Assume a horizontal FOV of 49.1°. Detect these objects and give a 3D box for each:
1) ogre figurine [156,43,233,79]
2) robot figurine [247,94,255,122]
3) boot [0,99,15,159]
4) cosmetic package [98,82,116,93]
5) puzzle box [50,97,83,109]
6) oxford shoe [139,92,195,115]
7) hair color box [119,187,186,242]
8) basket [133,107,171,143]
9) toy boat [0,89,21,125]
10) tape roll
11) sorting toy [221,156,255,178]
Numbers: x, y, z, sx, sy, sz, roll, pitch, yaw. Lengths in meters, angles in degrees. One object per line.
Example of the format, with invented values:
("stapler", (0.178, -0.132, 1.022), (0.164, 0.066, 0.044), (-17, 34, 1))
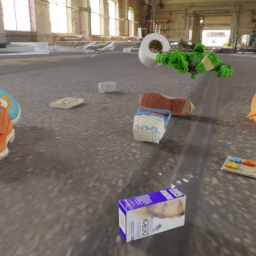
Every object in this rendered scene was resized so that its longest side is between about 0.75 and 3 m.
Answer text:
("ogre figurine", (2.405, -2.363, 10.110), (2.545, 1.249, 1.526), (-5, 16, 21))
("robot figurine", (5.042, -0.697, 8.810), (2.804, 1.635, 2.017), (-10, 31, -31))
("boot", (-3.553, 0.016, 7.217), (0.908, 1.297, 2.420), (-3, 20, -13))
("cosmetic package", (-1.113, -2.185, 14.959), (0.919, 0.491, 0.415), (-14, 22, -31))
("puzzle box", (-2.666, -1.116, 12.280), (0.872, 0.167, 1.311), (7, 20, 22))
("oxford shoe", (1.484, -0.870, 10.892), (2.270, 0.803, 0.838), (18, 8, 30))
("hair color box", (0.384, 1.336, 4.386), (1.027, 0.561, 0.333), (-9, 21, -23))
("basket", (0.640, -0.155, 8.213), (1.033, 0.815, 1.172), (8, 51, 20))
("toy boat", (-4.638, -0.639, 8.955), (1.963, 1.085, 2.335), (33, 38, 12))
("tape roll", (1.072, -3.224, 11.686), (1.175, 1.175, 0.807), (-2, -10, -7))
("sorting toy", (2.765, 0.880, 6.361), (1.103, 0.162, 0.815), (11, 21, 30))
